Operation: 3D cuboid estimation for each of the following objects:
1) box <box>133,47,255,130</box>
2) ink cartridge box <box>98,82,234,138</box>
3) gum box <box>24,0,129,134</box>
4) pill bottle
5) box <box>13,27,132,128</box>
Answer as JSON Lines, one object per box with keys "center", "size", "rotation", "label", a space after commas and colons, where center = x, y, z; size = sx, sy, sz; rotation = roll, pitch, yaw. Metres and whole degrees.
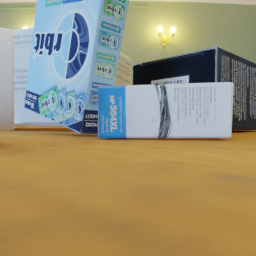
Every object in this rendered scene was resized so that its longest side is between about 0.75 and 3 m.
{"center": [1.323, -0.510, 4.797], "size": [2.066, 1.106, 1.533], "rotation": [1, -1, -45], "label": "box"}
{"center": [0.363, -0.150, 2.736], "size": [1.146, 0.483, 0.836], "rotation": [1, 1, 11], "label": "ink cartridge box"}
{"center": [-0.715, -0.974, 3.459], "size": [0.399, 1.790, 1.520], "rotation": [1, 14, -43], "label": "gum box"}
{"center": [-1.394, -0.296, 1.484], "size": [1.467, 0.829, 0.829], "rotation": [-1, 1, -22], "label": "pill bottle"}
{"center": [-1.560, -0.868, 6.023], "size": [2.617, 1.719, 2.630], "rotation": [1, 0, 22], "label": "box"}
